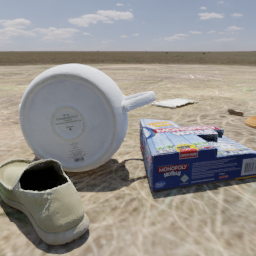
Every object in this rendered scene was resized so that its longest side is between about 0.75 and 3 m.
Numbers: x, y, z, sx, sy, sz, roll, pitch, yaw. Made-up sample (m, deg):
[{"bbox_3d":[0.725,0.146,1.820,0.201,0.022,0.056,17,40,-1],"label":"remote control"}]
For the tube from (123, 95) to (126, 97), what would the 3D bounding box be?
[{"bbox_3d":[-0.421,-1.946,16.809,0.337,0.302,1.162,-42,32,-5],"label":"tube"}]

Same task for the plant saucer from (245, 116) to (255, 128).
[{"bbox_3d":[5.337,-0.227,10.885,1.458,0.273,1.458,-1,17,0],"label":"plant saucer"}]

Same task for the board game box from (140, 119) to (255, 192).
[{"bbox_3d":[1.478,0.439,7.452,2.911,0.898,2.909,-5,18,-16],"label":"board game box"}]

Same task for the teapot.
[{"bbox_3d":[-1.142,-0.362,7.125,2.775,2.739,2.027,31,17,1],"label":"teapot"}]

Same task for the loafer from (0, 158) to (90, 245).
[{"bbox_3d":[-1.672,1.029,5.269,1.087,0.981,2.874,-14,22,-41],"label":"loafer"}]

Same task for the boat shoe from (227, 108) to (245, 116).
[{"bbox_3d":[4.849,-0.704,12.564,0.762,0.274,0.247,18,17,42],"label":"boat shoe"}]

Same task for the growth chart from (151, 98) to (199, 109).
[{"bbox_3d":[2.451,-1.353,14.878,2.275,0.202,1.646,-15,22,-42],"label":"growth chart"}]
